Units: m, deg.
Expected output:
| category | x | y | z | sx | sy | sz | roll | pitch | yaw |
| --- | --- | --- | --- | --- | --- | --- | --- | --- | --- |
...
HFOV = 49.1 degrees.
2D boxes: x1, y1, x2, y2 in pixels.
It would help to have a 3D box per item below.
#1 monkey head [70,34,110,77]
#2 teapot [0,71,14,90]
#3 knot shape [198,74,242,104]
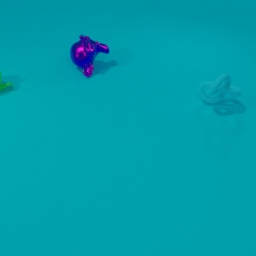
| category | x | y | z | sx | sy | sz | roll | pitch | yaw |
| --- | --- | --- | --- | --- | --- | --- | --- | --- | --- |
| monkey head | -1.259 | -2.385 | 9.033 | 1.165 | 0.975 | 1.619 | 2 | 48 | -33 |
| teapot | -3.997 | -1.503 | 8.006 | 1.446 | 0.708 | 0.899 | 36 | 26 | -20 |
| knot shape | 2.339 | -0.996 | 7.394 | 1.083 | 1.014 | 0.501 | 12 | 71 | -39 |
